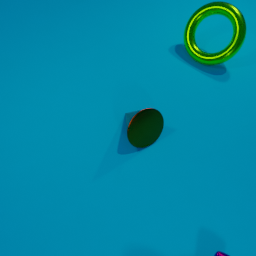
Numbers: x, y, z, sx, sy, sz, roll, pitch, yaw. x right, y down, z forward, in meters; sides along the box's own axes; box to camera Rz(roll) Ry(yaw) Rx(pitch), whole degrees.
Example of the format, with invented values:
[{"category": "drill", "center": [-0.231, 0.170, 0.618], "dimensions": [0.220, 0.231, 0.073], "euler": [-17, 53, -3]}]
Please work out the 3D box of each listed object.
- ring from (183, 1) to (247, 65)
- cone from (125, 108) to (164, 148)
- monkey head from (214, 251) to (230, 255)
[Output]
[{"category": "ring", "center": [2.626, -2.891, 8.611], "dimensions": [1.897, 1.897, 0.379], "euler": [37, 22, 21]}, {"category": "cone", "center": [0.192, -0.196, 7.478], "dimensions": [1.097, 1.097, 1.101], "euler": [-29, 35, -17]}, {"category": "monkey head", "center": [1.465, 2.973, 4.819], "dimensions": [1.998, 1.204, 1.437], "euler": [29, 94, 11]}]
